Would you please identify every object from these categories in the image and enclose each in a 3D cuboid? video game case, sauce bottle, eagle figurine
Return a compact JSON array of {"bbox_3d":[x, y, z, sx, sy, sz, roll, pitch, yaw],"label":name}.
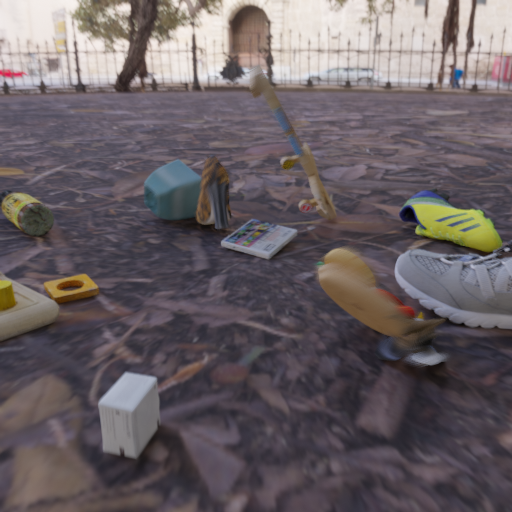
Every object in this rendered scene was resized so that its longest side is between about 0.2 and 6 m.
[{"bbox_3d":[0.073,-0.336,10.707,1.041,0.131,1.143,16,34,27],"label":"video game case"},{"bbox_3d":[-4.988,-0.973,11.926,0.701,0.701,2.166,-15,24,-35],"label":"sauce bottle"},{"bbox_3d":[1.890,1.022,6.620,0.744,0.986,0.748,-37,63,-23],"label":"eagle figurine"}]

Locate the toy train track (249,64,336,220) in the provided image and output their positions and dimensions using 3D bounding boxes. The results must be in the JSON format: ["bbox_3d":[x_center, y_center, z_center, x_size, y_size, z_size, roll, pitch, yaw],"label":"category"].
[{"bbox_3d":[0.655,-2.091,11.391,0.608,3.735,2.142,-23,39,15],"label":"toy train track"}]

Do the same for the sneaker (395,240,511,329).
[{"bbox_3d":[3.598,0.250,7.579,3.413,1.400,1.275,13,24,31],"label":"sneaker"}]

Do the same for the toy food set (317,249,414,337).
[{"bbox_3d":[1.378,0.514,7.135,1.448,0.352,1.433,37,-12,5],"label":"toy food set"}]

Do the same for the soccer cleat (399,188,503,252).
[{"bbox_3d":[3.766,-0.562,11.014,1.056,0.816,2.524,-33,30,-3],"label":"soccer cleat"}]

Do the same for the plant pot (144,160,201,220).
[{"bbox_3d":[-1.887,-1.362,12.314,1.021,0.999,1.002,-23,49,-32],"label":"plant pot"}]

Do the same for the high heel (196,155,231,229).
[{"bbox_3d":[-0.909,-1.344,11.472,0.702,1.402,1.967,-9,10,-14],"label":"high heel"}]

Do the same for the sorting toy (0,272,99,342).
[{"bbox_3d":[-4.120,0.641,7.799,2.149,0.520,3.817,19,27,41],"label":"sorting toy"}]

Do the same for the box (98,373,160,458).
[{"bbox_3d":[-1.207,1.524,5.398,0.362,0.551,0.554,6,21,14],"label":"box"}]
